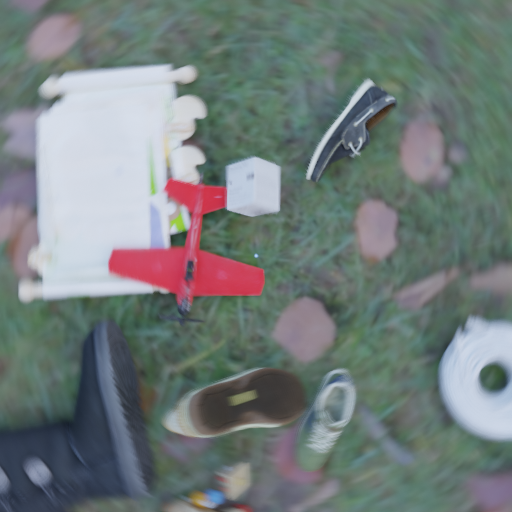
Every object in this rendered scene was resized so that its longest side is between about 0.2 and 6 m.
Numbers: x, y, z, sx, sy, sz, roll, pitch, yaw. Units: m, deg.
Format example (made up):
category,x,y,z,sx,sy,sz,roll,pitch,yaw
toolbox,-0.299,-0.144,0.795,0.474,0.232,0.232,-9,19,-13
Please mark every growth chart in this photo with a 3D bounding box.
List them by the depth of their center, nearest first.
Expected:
category,x,y,z,sx,sy,sz,roll,pitch,yaw
growth chart,-2.584,-1.361,10.248,3.218,0.394,4.448,3,86,0

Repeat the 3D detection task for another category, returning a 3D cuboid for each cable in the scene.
category,x,y,z,sx,sy,sz,roll,pitch,yaw
cable,4.206,2.166,9.888,1.879,0.651,1.880,13,87,-1

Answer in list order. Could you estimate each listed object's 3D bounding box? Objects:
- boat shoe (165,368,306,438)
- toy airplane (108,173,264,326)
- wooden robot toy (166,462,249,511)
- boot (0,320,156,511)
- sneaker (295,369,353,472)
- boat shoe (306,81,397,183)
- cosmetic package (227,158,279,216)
category,x,y,z,sx,sy,sz,roll,pitch,yaw
boat shoe,-0.315,2.438,9.263,1.038,2.725,0.977,-28,65,38
toy airplane,-1.097,-0.171,9.963,2.853,0.525,2.853,2,81,-11
wooden robot toy,-1.002,4.777,9.714,1.278,1.241,2.817,12,86,36
boot,-3.925,3.012,9.631,3.777,1.240,3.113,-13,84,4
sneaker,1.181,2.906,9.727,0.635,0.850,1.893,23,86,2
boat shoe,1.681,-2.143,10.063,0.723,0.768,2.140,38,84,9
cosmetic package,-0.051,-1.202,9.921,0.682,0.682,0.827,-10,76,42
